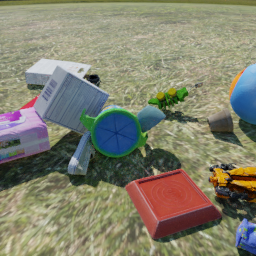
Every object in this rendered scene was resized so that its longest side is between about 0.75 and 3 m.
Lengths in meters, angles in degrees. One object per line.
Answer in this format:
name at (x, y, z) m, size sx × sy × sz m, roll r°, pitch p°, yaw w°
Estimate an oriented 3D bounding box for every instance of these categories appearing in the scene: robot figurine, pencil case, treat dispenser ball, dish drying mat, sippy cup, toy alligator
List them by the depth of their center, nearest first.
pencil case at (2.990, 2.412, 5.616) m, size 1.573 × 0.614 × 0.683 m, roll 17°, pitch 11°, yaw 29°
robot figurine at (3.012, 1.466, 7.349) m, size 1.814 × 0.528 × 1.315 m, roll 3°, pitch 30°, yaw 3°
sippy cup at (-0.445, -0.049, 9.112) m, size 1.600 × 2.037 × 1.493 m, roll -32°, pitch 21°, yaw 3°
treat dispenser ball at (4.940, -1.244, 10.332) m, size 2.276 × 2.276 × 2.276 m, roll 0°, pitch 30°, yaw 0°
toy alligator at (1.949, -1.209, 11.279) m, size 2.343 × 0.695 × 0.636 m, roll -17°, pitch 60°, yaw 12°
dish drying mat at (-3.897, -1.082, 12.052) m, size 0.764 × 0.181 × 1.989 m, roll 9°, pitch 31°, yaw 13°

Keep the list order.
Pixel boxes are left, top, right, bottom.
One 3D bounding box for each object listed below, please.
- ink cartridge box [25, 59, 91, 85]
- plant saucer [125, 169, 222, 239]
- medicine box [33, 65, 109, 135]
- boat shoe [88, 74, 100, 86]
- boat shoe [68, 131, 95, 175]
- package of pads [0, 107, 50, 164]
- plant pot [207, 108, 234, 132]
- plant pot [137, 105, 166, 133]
ink cartridge box at (-3.587, -2.894, 14.827) m, size 2.877 × 0.680 × 2.303 m, roll 8°, pitch 30°, yaw 2°
plant saucer at (1.088, 1.733, 7.088) m, size 1.859 × 0.341 × 1.855 m, roll -11°, pitch 32°, yaw -17°
medicine box at (-1.890, -0.898, 9.523) m, size 1.861 × 1.695 × 0.958 m, roll 26°, pitch 8°, yaw -43°
boat shoe at (-1.724, -2.513, 14.263) m, size 0.523 × 0.436 × 1.402 m, roll 1°, pitch 29°, yaw 6°
boat shoe at (-1.300, 0.788, 8.565) m, size 0.555 × 0.644 × 1.789 m, roll 18°, pitch 40°, yaw -1°
package of pads at (-4.051, 0.326, 8.739) m, size 2.853 × 1.080 × 1.719 m, roll -17°, pitch 34°, yaw -27°
plant pot at (3.289, -0.212, 10.056) m, size 0.749 × 0.864 × 0.864 m, roll -14°, pitch 29°, yaw 8°
plant pot at (0.658, -0.353, 8.975) m, size 0.926 × 0.624 × 0.926 m, roll -36°, pitch 4°, yaw 3°
